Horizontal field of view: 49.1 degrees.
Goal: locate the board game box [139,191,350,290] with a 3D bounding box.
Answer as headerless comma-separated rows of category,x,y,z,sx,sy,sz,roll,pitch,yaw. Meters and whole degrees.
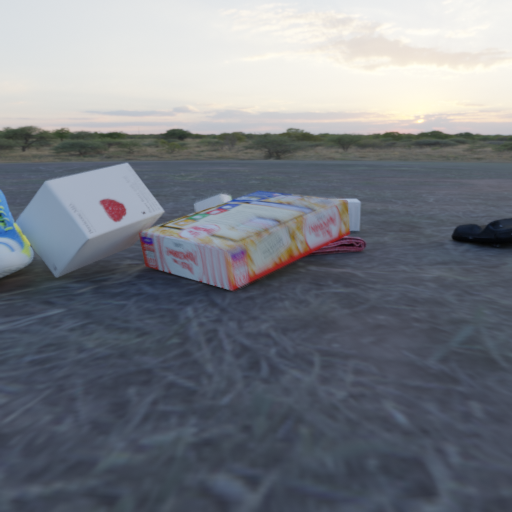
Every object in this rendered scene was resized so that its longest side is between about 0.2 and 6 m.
board game box,-0.145,-0.374,8.842,2.685,0.622,2.034,-23,25,-40

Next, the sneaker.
sneaker,-3.883,-0.362,7.958,0.957,1.328,2.528,-27,15,-18

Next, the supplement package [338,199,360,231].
supplement package,1.733,-0.927,12.529,1.099,0.658,0.666,0,12,2

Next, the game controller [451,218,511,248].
game controller,5.179,-0.505,11.266,2.571,0.541,1.341,-7,-1,-31

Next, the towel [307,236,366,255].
towel,0.592,-0.433,10.967,1.993,0.315,2.767,-3,13,-20

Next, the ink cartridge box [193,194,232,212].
ink cartridge box,-0.773,-0.905,10.533,0.567,0.342,0.781,-20,1,12

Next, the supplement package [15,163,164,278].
supplement package,-2.457,-0.584,8.458,1.031,1.044,1.722,-40,-4,33
